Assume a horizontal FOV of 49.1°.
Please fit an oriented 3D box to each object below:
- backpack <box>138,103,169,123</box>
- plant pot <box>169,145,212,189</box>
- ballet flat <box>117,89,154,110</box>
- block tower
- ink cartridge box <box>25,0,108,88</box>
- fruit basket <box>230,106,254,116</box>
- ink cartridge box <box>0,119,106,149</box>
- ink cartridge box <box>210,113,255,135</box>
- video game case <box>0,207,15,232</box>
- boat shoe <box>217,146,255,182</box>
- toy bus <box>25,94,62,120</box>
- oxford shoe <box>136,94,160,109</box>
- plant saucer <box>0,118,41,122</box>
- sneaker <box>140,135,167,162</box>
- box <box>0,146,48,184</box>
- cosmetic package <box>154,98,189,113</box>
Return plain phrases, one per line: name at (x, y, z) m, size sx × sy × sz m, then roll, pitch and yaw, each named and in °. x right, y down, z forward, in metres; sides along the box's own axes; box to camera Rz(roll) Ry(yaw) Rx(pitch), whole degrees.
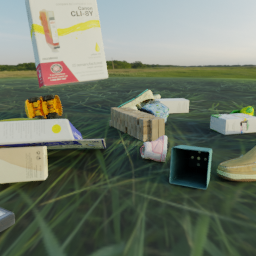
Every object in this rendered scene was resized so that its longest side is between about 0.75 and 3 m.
backpack at (1.070, -0.523, 11.133) m, size 1.247 × 0.959 × 1.018 m, roll 7°, pitch 21°, yaw -46°
plant pot at (1.401, 0.739, 5.946) m, size 0.749 × 0.748 × 1.060 m, roll 6°, pitch 7°, yaw 23°
ballet flat at (0.413, -1.156, 13.721) m, size 2.360 × 0.736 × 0.796 m, roll -33°, pitch 1°, yaw -28°
block tower at (0.212, -0.206, 9.866) m, size 0.731 × 0.783 × 2.708 m, roll -7°, pitch 14°, yaw -28°
ink cartridge box at (-1.612, -2.332, 7.310) m, size 1.716 × 2.364 × 0.986 m, roll -11°, pitch 7°, yaw -20°
fruit basket at (4.528, -0.442, 10.872) m, size 1.018 × 0.734 × 1.018 m, roll -4°, pitch -1°, yaw 0°
ink cartridge box at (-1.873, 0.211, 6.779) m, size 2.623 × 0.616 × 2.592 m, roll -4°, pitch -7°, yaw -5°
ink cartridge box at (3.806, -0.165, 10.089) m, size 1.334 × 0.560 × 0.966 m, roll -4°, pitch 14°, yaw -15°
video game case at (-3.073, 1.508, 3.657) m, size 1.744 × 0.232 × 2.441 m, roll 8°, pitch 16°, yaw 30°
boat shoe at (2.807, 0.671, 6.089) m, size 1.947 × 0.741 × 0.698 m, roll -5°, pitch 14°, yaw -20°
toy bus at (-3.904, -0.839, 12.340) m, size 1.514 × 1.027 × 1.453 m, roll -15°, pitch 6°, yaw -40°
oxford shoe at (0.723, -1.258, 14.897) m, size 2.124 × 0.613 × 0.799 m, roll -13°, pitch 16°, yaw 12°
plant saucer at (-3.878, 0.007, 9.776) m, size 2.482 × 0.386 × 2.482 m, roll 0°, pitch 14°, yaw 0°
sneaker at (0.691, 0.491, 7.424) m, size 0.672 × 0.484 × 1.285 m, roll 7°, pitch 18°, yaw 7°
box at (-2.527, 0.740, 5.598) m, size 1.723 × 0.670 × 0.818 m, roll -2°, pitch -2°, yaw -13°
cosmetic package at (2.156, -1.119, 13.978) m, size 1.562 × 0.663 × 0.840 m, roll -4°, pitch 15°, yaw -13°
